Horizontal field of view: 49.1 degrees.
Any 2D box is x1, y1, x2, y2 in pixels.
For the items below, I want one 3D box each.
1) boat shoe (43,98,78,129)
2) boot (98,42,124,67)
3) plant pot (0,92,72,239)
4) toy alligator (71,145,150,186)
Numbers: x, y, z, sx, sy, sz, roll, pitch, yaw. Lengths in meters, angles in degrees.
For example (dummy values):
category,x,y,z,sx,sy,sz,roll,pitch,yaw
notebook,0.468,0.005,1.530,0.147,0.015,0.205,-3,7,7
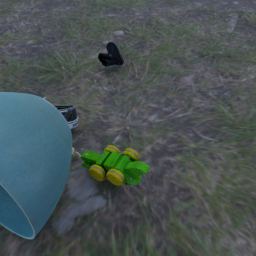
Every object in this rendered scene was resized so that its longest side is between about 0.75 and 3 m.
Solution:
category,x,y,z,sx,sy,sz,roll,pitch,yaw
boat shoe,-2.284,-0.397,7.348,1.966,0.672,0.726,6,30,16
boot,-0.682,-2.540,9.573,0.847,0.385,1.008,-14,70,-45
plant pot,-2.086,0.405,5.149,2.690,2.690,1.812,23,49,22
toy alligator,-0.506,0.849,6.143,2.491,0.676,0.739,6,44,38
